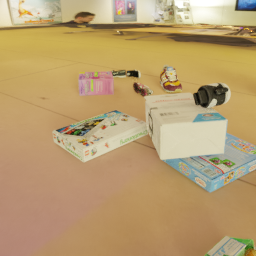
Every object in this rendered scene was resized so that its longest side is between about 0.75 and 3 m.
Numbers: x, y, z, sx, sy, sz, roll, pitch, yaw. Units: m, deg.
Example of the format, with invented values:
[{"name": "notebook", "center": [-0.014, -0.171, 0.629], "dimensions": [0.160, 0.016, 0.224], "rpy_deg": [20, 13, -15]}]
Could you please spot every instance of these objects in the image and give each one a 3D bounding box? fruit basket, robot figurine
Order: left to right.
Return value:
[{"name": "robot figurine", "center": [2.276, -0.895, 7.585], "dimensions": [1.010, 0.630, 0.759], "rpy_deg": [-13, 34, -19]}, {"name": "fruit basket", "center": [1.908, 2.243, 4.168], "dimensions": [1.449, 0.733, 1.565], "rpy_deg": [-20, 12, -35]}]

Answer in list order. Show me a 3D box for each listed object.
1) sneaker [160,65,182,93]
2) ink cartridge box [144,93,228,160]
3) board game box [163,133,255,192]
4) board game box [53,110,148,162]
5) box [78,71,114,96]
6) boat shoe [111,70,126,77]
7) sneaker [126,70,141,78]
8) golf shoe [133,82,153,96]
[{"name": "sneaker", "center": [2.079, -2.470, 13.893], "dimensions": [0.854, 1.026, 2.278], "rpy_deg": [-5, 26, -11]}, {"name": "ink cartridge box", "center": [1.496, -0.202, 8.306], "dimensions": [1.719, 0.990, 2.968], "rpy_deg": [-5, 20, -3]}, {"name": "board game box", "center": [2.425, 0.779, 7.794], "dimensions": [2.371, 0.434, 1.794], "rpy_deg": [-16, 30, -30]}, {"name": "board game box", "center": [-0.840, 0.143, 9.095], "dimensions": [2.650, 0.459, 1.673], "rpy_deg": [-22, 33, -37]}, {"name": "box", "center": [-1.541, -2.179, 13.561], "dimensions": [1.633, 0.790, 1.437], "rpy_deg": [-3, 26, -6]}, {"name": "boat shoe", "center": [-0.778, -3.107, 15.941], "dimensions": [1.356, 0.409, 0.513], "rpy_deg": [-7, 26, -14]}, {"name": "sneaker", "center": [0.268, -3.032, 15.846], "dimensions": [0.666, 0.435, 1.190], "rpy_deg": [-9, 19, -11]}, {"name": "golf shoe", "center": [0.696, -1.842, 13.323], "dimensions": [0.563, 0.444, 1.223], "rpy_deg": [-12, 37, -32]}]
